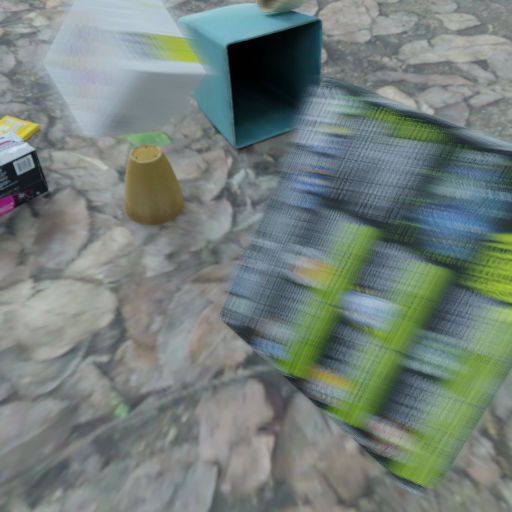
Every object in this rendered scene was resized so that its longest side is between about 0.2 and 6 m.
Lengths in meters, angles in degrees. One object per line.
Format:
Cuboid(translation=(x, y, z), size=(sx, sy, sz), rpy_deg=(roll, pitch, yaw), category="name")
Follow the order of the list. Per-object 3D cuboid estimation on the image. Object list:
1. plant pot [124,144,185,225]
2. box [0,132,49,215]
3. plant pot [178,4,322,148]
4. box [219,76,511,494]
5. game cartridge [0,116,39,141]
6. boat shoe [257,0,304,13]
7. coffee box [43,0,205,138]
Cuboid(translation=(-1.627, -1.162, 8.640), size=(0.959, 1.029, 0.959), rpy_deg=(0, 47, 0), category="plant pot")
Cuboid(translation=(-4.133, -1.228, 8.799), size=(0.759, 0.874, 1.323), rpy_deg=(35, 55, 29), category="box")
Cuboid(translation=(-0.330, -3.643, 10.540), size=(1.888, 1.887, 2.672), rpy_deg=(-24, 45, -22), category="plant pot")
Cuboid(translation=(1.024, 0.090, 4.606), size=(2.440, 2.527, 0.600), rpy_deg=(35, 19, 36), category="box")
Cuboid(translation=(-4.525, -2.316, 10.375), size=(0.747, 0.121, 0.659), rpy_deg=(16, 48, 16), category="game cartridge")
Cuboid(translation=(0.448, -4.524, 8.768), size=(0.780, 2.254, 0.831), rpy_deg=(-27, 83, -10), category="boat shoe")
Cuboid(translation=(-1.325, -1.896, 5.619), size=(0.989, 0.988, 0.978), rpy_deg=(-22, 78, -49), category="coffee box")
